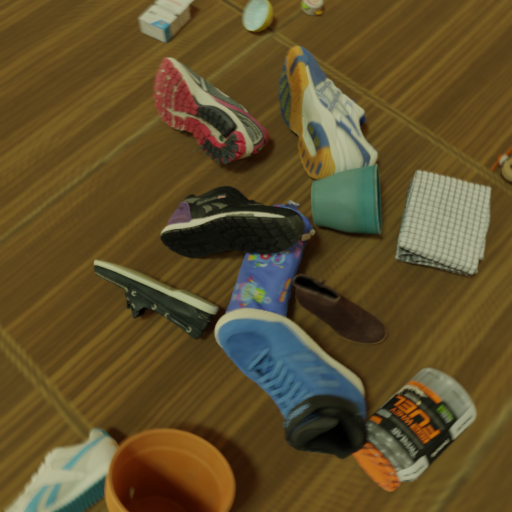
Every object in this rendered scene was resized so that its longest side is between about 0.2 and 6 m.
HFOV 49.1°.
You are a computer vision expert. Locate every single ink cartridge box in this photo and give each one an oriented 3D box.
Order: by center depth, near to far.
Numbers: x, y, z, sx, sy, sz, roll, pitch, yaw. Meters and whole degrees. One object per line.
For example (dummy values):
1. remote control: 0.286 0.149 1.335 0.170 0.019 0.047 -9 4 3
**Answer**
1. ink cartridge box: -2.032 -5.562 12.952 0.706 0.413 1.216 30 67 14

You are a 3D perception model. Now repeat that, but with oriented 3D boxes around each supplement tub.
1. supplement tub: 2.344 2.619 8.456 1.755 1.075 1.075 -37 69 -18

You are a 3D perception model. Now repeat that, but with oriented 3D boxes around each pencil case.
1. pencil case: 0.279 0.269 9.692 1.057 0.950 2.434 6 62 28

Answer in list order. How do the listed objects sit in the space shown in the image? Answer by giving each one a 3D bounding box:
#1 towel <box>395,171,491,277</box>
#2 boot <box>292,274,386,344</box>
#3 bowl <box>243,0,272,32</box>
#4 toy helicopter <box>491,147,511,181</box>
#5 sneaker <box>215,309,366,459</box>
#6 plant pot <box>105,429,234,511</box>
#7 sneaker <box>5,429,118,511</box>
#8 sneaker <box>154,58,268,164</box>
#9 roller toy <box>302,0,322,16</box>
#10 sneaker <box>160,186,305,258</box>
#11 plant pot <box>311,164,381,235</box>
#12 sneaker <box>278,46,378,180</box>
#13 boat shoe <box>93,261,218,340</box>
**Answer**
1. towel: 3.403 -0.558 10.248 1.500 0.775 1.812 17 65 4
2. boot: 1.353 0.895 9.118 1.652 1.374 0.598 26 80 16
3. bowl: 0.117 -5.490 12.873 0.410 0.761 0.761 5 52 -47
4. toy helicopter: 5.207 -1.902 11.169 0.815 0.486 1.232 19 54 20
5. sneaker: 0.519 1.873 7.954 2.638 1.012 1.467 37 24 -15
6. plant pot: -1.280 3.441 7.711 1.716 1.201 1.716 15 25 -7
7. sneaker: -2.962 3.442 8.279 2.102 0.804 0.849 -30 55 -19
8. sneaker: -1.028 -2.921 11.348 1.105 1.193 2.959 -22 61 -43
9. roller toy: 1.321 -5.905 13.170 0.483 0.338 0.441 10 71 -4
10. sneaker: -0.398 -0.775 9.641 2.803 1.062 1.227 -2 55 34
11. plant pot: 1.651 -0.984 10.262 1.193 1.270 1.270 -3 62 16
12. sneaker: 1.420 -2.868 11.355 1.403 1.199 3.184 -5 65 -20
13. boat shoe: -1.825 0.767 9.554 2.312 0.864 0.767 22 89 4
